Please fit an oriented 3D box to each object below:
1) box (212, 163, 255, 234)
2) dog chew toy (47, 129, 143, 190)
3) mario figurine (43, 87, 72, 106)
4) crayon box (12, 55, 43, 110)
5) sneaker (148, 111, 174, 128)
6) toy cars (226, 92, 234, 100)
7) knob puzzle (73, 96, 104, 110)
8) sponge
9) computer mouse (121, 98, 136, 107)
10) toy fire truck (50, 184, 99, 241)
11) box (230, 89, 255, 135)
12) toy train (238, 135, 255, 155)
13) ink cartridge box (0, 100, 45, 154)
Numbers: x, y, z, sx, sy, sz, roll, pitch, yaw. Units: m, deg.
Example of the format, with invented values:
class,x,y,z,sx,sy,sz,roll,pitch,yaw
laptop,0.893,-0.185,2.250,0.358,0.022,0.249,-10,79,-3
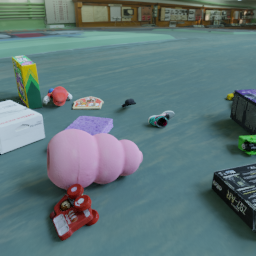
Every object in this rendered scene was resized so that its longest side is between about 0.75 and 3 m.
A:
class,x,y,z,sx,sy,sz,roll,pitch,yaw
box,3.507,1.503,6.499,2.385,0.519,1.911,-8,26,-17
dog chew toy,-0.784,0.767,7.109,2.411,1.501,1.501,0,24,-21
mario figurine,-3.184,-1.333,12.680,1.141,0.980,1.849,-43,23,-5
crayon box,-4.534,-2.098,12.554,0.654,1.937,2.245,-14,28,-27
sneaker,1.380,-0.327,10.477,1.123,0.470,0.678,-19,25,-19
toy cars,5.548,-1.404,12.855,1.970,0.436,0.883,21,33,37
knob puzzle,-1.774,-1.201,12.603,1.509,0.209,1.509,-1,27,1
sponge,-1.472,0.217,9.476,1.342,0.359,2.405,7,26,12
computer mouse,0.037,-1.089,11.849,0.653,0.248,0.942,-14,-1,-3
toy fire truck,-1.207,1.770,5.967,0.906,0.605,1.079,-30,33,-17
box,5.029,-0.524,10.071,1.681,1.185,2.272,-4,25,-10
toy train,4.810,0.458,8.776,2.755,0.575,0.777,-2,15,-6
ink cartridge box,-4.116,-0.109,9.481,2.215,0.923,1.609,21,32,38
